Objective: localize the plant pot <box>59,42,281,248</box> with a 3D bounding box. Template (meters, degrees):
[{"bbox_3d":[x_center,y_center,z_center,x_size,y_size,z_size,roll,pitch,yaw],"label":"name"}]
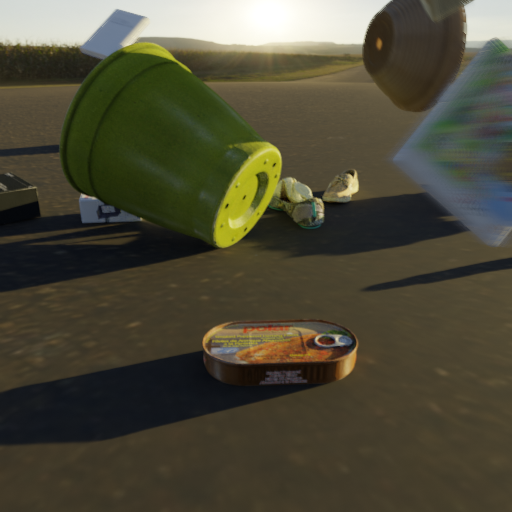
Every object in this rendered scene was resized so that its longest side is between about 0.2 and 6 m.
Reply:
[{"bbox_3d":[-1.150,-1.547,9.121,2.701,2.806,2.806,33,32,17],"label":"plant pot"}]

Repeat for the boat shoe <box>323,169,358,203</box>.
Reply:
[{"bbox_3d":[1.813,-1.500,11.943,0.574,0.517,1.591,10,23,24],"label":"boat shoe"}]

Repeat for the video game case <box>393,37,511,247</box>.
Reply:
[{"bbox_3d":[2.353,-1.101,5.566,1.396,1.533,0.169,38,1,-10],"label":"video game case"}]

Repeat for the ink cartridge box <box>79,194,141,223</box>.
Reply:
[{"bbox_3d":[-2.730,-0.959,10.606,1.091,0.460,0.790,-3,21,-10],"label":"ink cartridge box"}]

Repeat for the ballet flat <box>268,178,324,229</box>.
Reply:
[{"bbox_3d":[0.720,-1.126,10.721,0.725,0.725,2.017,-8,22,-19],"label":"ballet flat"}]

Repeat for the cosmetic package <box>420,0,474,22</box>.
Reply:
[{"bbox_3d":[1.346,-2.218,3.836,0.638,0.431,1.213,-26,-17,17],"label":"cosmetic package"}]

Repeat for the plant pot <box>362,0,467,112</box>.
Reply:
[{"bbox_3d":[2.424,-3.464,9.259,0.957,2.073,2.073,-3,21,-19],"label":"plant pot"}]

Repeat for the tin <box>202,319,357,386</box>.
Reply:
[{"bbox_3d":[0.243,0.983,5.805,1.592,0.333,0.891,-1,25,-2],"label":"tin"}]

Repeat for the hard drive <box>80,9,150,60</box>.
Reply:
[{"bbox_3d":[-2.725,-4.270,10.839,0.806,0.155,1.222,22,65,18],"label":"hard drive"}]

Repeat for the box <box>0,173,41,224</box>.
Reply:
[{"bbox_3d":[-4.985,-1.100,10.741,1.143,0.638,1.619,-19,27,-33],"label":"box"}]
